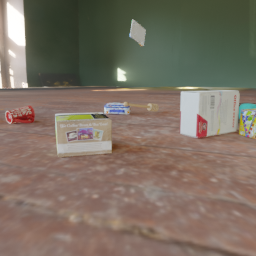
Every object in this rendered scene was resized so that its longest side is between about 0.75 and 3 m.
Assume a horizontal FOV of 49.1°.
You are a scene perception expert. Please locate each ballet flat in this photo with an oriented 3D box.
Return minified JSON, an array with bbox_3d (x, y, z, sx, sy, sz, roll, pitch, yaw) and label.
[{"bbox_3d":[4.885,-0.649,12.416,2.798,0.951,0.957,6,2,28],"label":"ballet flat"}]

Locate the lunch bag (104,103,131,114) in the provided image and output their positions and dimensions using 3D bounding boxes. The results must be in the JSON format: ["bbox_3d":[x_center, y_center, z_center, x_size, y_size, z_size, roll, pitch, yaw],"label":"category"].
[{"bbox_3d":[-0.543,-1.078,15.507,1.497,0.566,1.200,0,13,7],"label":"lunch bag"}]

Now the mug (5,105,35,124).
[{"bbox_3d":[-4.776,-0.574,12.524,0.958,0.720,1.080,7,16,40],"label":"mug"}]

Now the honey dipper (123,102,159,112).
[{"bbox_3d":[0.716,-1.198,15.537,2.385,0.453,0.453,1,8,-39],"label":"honey dipper"}]

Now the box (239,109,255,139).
[{"bbox_3d":[4.929,-0.124,9.523,1.538,0.938,1.481,-4,13,-20],"label":"box"}]

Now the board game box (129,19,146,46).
[{"bbox_3d":[0.462,-4.636,13.692,0.127,0.982,0.982,-10,-25,43],"label":"board game box"}]

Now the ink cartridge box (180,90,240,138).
[{"bbox_3d":[2.970,-0.566,10.151,2.144,1.562,0.888,-6,11,-33],"label":"ink cartridge box"}]

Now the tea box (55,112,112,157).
[{"bbox_3d":[-1.309,0.134,8.019,1.469,0.982,1.445,-3,11,-14],"label":"tea box"}]
